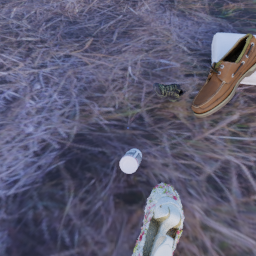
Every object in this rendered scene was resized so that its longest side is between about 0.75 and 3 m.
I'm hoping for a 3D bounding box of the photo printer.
[{"bbox_3d":[4.350,-2.477,10.035,2.570,0.893,2.138,8,52,8],"label":"photo printer"}]

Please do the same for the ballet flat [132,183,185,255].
[{"bbox_3d":[0.696,2.131,5.531,0.991,0.837,2.620,28,49,-7],"label":"ballet flat"}]

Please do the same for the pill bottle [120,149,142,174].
[{"bbox_3d":[0.094,0.794,6.919,0.439,0.439,0.772,11,13,11],"label":"pill bottle"}]

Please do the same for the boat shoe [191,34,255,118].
[{"bbox_3d":[2.889,-1.638,8.568,2.981,1.013,1.072,-46,31,-11],"label":"boat shoe"}]

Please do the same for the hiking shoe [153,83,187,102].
[{"bbox_3d":[1.267,-1.202,8.563,1.233,0.621,0.467,13,52,-46],"label":"hiking shoe"}]
